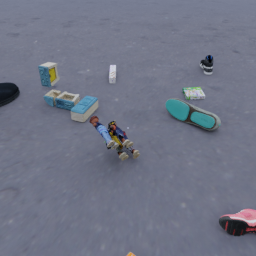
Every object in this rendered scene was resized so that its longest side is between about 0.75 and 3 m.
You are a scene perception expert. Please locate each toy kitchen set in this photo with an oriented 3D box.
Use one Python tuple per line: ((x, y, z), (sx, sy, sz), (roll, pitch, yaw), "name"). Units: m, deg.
((-2.216, -1.322, 9.905), (1.972, 1.580, 1.162), (12, 37, 17), "toy kitchen set")

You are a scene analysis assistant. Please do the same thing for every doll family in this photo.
((-0.384, 0.237, 7.720), (0.742, 1.892, 1.093), (-32, 59, -3), "doll family")

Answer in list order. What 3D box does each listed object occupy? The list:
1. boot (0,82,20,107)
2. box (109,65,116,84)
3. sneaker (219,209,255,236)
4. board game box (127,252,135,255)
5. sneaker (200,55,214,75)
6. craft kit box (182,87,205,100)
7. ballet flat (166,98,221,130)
((-5.095, -1.720, 10.105), (0.910, 2.003, 2.383), (19, 39, 24), "boot")
((-0.686, -2.422, 12.555), (0.269, 0.288, 1.391), (0, 37, -1), "box")
((2.603, 2.070, 6.269), (1.255, 0.463, 0.545), (5, 25, -4), "sneaker")
((-0.237, 3.437, 4.418), (1.419, 0.268, 2.756), (25, 43, 29), "board game box")
((3.729, -3.115, 13.091), (0.503, 0.770, 1.376), (0, 36, 0), "sneaker")
((2.624, -1.394, 11.229), (0.742, 0.182, 0.751), (-1, 36, -5), "craft kit box")
((2.220, -0.452, 9.653), (2.040, 0.688, 0.650), (29, 17, 33), "ballet flat")
